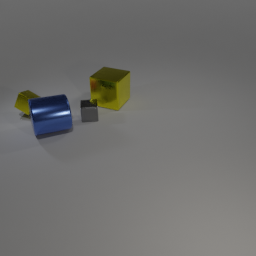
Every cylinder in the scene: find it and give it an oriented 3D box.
[{"bbox_3d":[-2.994,-0.516,10.745,1.400,1.400,1.400,-12,35,-21],"label":"cylinder"}]

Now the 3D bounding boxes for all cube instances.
[{"bbox_3d":[-0.792,-1.829,12.812,1.400,1.400,1.400,13,35,19],"label":"cube"},{"bbox_3d":[-1.620,-0.727,11.763,0.700,0.700,0.700,-4,35,-7],"label":"cube"},{"bbox_3d":[-4.210,-1.090,11.794,0.700,0.700,0.700,29,22,4],"label":"cube"}]
